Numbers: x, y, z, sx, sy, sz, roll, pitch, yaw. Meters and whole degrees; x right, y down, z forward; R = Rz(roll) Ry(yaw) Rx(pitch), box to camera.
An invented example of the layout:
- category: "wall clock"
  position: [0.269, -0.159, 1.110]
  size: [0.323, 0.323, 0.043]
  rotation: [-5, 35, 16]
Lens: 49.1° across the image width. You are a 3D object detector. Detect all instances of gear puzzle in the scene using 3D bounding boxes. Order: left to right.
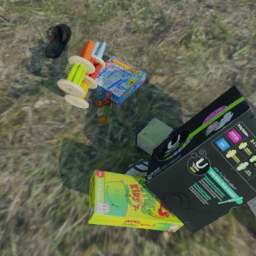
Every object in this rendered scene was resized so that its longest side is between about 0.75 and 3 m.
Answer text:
- category: "gear puzzle"
  position: [-0.821, -0.678, 9.249]
  size: [0.607, 0.154, 1.172]
  rotation: [-7, 70, 25]

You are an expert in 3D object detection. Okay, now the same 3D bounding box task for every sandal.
- category: "sandal"
  position: [-2.845, -3.720, 11.517]
  size: [0.806, 0.513, 2.144]
  rotation: [4, 53, 3]

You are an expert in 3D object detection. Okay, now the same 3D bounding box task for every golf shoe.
- category: "golf shoe"
  position: [0.592, 1.225, 7.704]
  size: [1.805, 0.697, 0.795]
  rotation: [-23, 67, -13]

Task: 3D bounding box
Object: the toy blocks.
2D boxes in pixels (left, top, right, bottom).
- category: "toy blocks"
  position: [-1.119, -1.752, 7.743]
  size: [0.740, 1.698, 2.037]
  rotation: [19, 74, 3]

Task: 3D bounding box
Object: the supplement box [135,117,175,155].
- category: "supplement box"
  position: [0.812, 0.285, 8.449]
  size: [0.868, 0.583, 0.869]
  rotation: [35, 60, 23]

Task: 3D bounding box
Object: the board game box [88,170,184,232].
- category: "board game box"
  position: [0.189, 1.778, 6.787]
  size: [2.210, 0.526, 1.122]
  rotation: [12, 46, -17]

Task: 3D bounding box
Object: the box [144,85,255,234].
- category: "box"
  position: [1.948, 0.638, 6.299]
  size: [1.635, 2.631, 1.954]
  rotation: [46, 22, -7]

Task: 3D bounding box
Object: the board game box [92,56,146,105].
- category: "board game box"
  position: [-0.421, -1.752, 10.078]
  size: [1.549, 0.433, 1.517]
  rotation: [32, 60, 22]

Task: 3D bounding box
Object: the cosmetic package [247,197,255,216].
- category: "cosmetic package"
  position: [3.874, 2.077, 6.590]
  size: [0.986, 1.403, 2.766]
  rotation: [-16, 55, -12]
